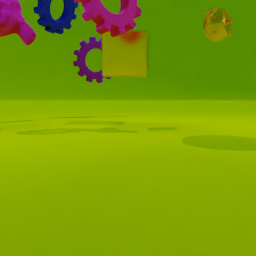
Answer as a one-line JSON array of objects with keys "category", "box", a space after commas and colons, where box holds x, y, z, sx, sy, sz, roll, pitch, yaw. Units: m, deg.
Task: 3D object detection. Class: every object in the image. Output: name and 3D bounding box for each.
[{"category": "teapot", "box": [2.098, -2.428, 6.477, 0.604, 0.767, 1.234, -3, -16, 38]}, {"category": "gear", "box": [-2.126, -3.625, 8.408, 0.280, 1.512, 1.512, 26, 17, 26]}, {"category": "monkey head", "box": [-2.773, -2.334, 6.258, 1.043, 1.731, 1.245, -12, -45, 30]}, {"category": "gear", "box": [-0.388, -2.769, 5.871, 1.601, 1.601, 0.296, -5, 3, -41]}, {"category": "cube", "box": [-0.032, -2.235, 8.444, 1.281, 1.281, 1.281, 2, 15, 7]}, {"category": "gear", "box": [-1.238, -2.623, 10.846, 1.721, 1.721, 0.318, -2, 15, -21]}]
